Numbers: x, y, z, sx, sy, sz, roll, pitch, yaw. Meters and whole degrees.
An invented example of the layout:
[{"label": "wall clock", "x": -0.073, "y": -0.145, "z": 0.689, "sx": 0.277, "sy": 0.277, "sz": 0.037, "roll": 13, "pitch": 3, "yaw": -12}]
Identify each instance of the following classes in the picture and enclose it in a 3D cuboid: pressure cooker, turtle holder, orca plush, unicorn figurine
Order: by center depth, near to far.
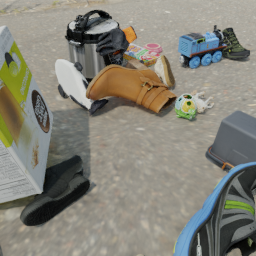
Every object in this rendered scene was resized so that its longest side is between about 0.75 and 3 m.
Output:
[{"label": "turtle holder", "x": 1.783, "y": -0.653, "z": 8.661, "sx": 0.682, "sy": 0.637, "sz": 0.898, "roll": 14, "pitch": 37, "yaw": 15}, {"label": "unicorn figurine", "x": 2.400, "y": -0.831, "z": 9.158, "sx": 0.835, "sy": 0.449, "sz": 1.216, "roll": -28, "pitch": 30, "yaw": -19}, {"label": "orca plush", "x": -1.477, "y": -1.440, "z": 9.462, "sx": 2.563, "sy": 1.348, "sz": 0.911, "roll": 35, "pitch": 22, "yaw": 32}, {"label": "pressure cooker", "x": -1.278, "y": -3.161, "z": 10.542, "sx": 2.115, "sy": 2.367, "sz": 2.082, "roll": -8, "pitch": 38, "yaw": -12}]

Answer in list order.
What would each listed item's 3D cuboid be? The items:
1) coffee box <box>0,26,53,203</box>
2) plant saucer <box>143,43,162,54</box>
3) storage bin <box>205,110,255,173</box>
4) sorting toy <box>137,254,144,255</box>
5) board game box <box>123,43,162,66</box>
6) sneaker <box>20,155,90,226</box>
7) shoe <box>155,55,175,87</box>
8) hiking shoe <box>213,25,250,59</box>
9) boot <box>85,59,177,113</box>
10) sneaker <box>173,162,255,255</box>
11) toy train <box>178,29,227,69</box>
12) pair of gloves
[{"label": "coffee box", "x": -3.427, "y": -0.124, "z": 5.924, "sx": 2.722, "sy": 2.692, "sz": 2.718, "roll": -15, "pitch": 38, "yaw": 3}, {"label": "plant saucer", "x": 1.150, "y": -3.730, "z": 13.045, "sx": 0.925, "sy": 0.235, "sz": 0.925, "roll": 1, "pitch": 38, "yaw": 0}, {"label": "storage bin", "x": 2.868, "y": 0.478, "z": 6.748, "sx": 1.316, "sy": 1.215, "sz": 1.809, "roll": -27, "pitch": 44, "yaw": -31}, {"label": "sorting toy", "x": 0.107, "y": 2.752, "z": 4.591, "sx": 1.147, "sy": 0.209, "sz": 1.062, "roll": -23, "pitch": 43, "yaw": -27}, {"label": "board game box", "x": 0.338, "y": -3.300, "z": 12.452, "sx": 1.078, "sy": 0.338, "sz": 2.257, "roll": -27, "pitch": 43, "yaw": -32}, {"label": "sneaker", "x": -1.638, "y": 1.303, "z": 6.226, "sx": 1.946, "sy": 0.584, "sz": 1.015, "roll": -27, "pitch": 45, "yaw": -37}, {"label": "shoe", "x": 1.351, "y": -2.104, "z": 10.678, "sx": 0.561, "sy": 0.734, "sz": 2.100, "roll": -27, "pitch": 30, "yaw": 19}, {"label": "hiking shoe", "x": 4.466, "y": -3.817, "z": 12.415, "sx": 0.846, "sy": 1.125, "sz": 2.235, "roll": -22, "pitch": 43, "yaw": -26}, {"label": "boot", "x": 0.181, "y": -1.107, "z": 8.754, "sx": 2.621, "sy": 0.966, "sz": 2.028, "roll": -35, "pitch": 71, "yaw": -33}, {"label": "sneaker", "x": 2.003, "y": 1.750, "z": 5.366, "sx": 1.184, "sy": 1.013, "sz": 2.857, "roll": 31, "pitch": 52, "yaw": 27}, {"label": "toy train", "x": 3.089, "y": -3.314, "z": 11.617, "sx": 2.265, "sy": 1.294, "sz": 0.982, "roll": -19, "pitch": 41, "yaw": -23}, {"label": "pair of gloves", "x": -0.117, "y": -2.389, "z": 9.822, "sx": 1.967, "sy": 2.208, "sz": 0.273, "roll": -38, "pitch": 22, "yaw": -34}]
